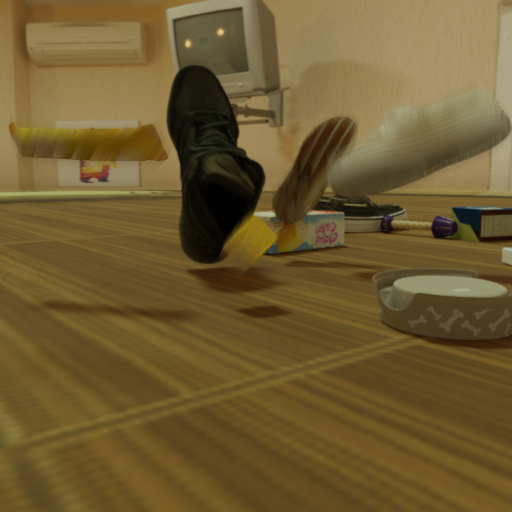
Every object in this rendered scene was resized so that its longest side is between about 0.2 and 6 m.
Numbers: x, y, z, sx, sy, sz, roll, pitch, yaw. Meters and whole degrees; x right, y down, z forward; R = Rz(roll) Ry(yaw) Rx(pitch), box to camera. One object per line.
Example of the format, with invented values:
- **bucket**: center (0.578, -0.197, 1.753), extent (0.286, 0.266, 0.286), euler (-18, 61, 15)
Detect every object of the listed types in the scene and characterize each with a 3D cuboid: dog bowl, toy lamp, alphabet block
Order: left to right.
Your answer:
- **alphabet block**: center (-0.062, -0.127, 5.566), extent (0.347, 0.346, 0.354), euler (-47, 0, -35)
- **toy lamp**: center (3.476, -0.637, 12.011), extent (0.485, 0.485, 1.666), euler (-8, 9, -43)
- **dog bowl**: center (1.727, 0.408, 5.040), extent (1.352, 0.397, 1.352), euler (-1, 9, 0)

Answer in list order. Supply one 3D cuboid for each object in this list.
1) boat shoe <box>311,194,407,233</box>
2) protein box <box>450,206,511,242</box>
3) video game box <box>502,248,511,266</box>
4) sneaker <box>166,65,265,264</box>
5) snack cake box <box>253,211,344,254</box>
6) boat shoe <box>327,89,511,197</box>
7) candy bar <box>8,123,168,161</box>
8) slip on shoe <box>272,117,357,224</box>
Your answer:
- **boat shoe**: center (2.160, -1.128, 13.039), extent (3.101, 1.100, 1.118), euler (-3, 9, -20)
- **protein box**: center (4.670, -0.668, 11.468), extent (0.961, 0.649, 0.954), euler (-3, 9, -17)
- **video game box**: center (4.172, 0.068, 7.848), extent (1.000, 0.257, 1.098), euler (2, 8, -1)
- **sneaker**: center (-0.532, -1.426, 7.500), extent (1.087, 2.843, 1.628), euler (1, -13, -22)
- **snack cake box**: center (0.569, -0.469, 10.140), extent (1.925, 0.647, 1.107), euler (-7, 9, -41)
- **boat shoe**: center (2.076, -1.579, 7.573), extent (2.450, 0.855, 0.869), euler (-21, -27, 10)
- **candy bar**: center (-1.808, -1.181, 5.840), extent (1.805, 0.450, 0.200), euler (5, 53, 18)
- **slip on shoe**: center (0.910, -1.267, 8.520), extent (0.701, 1.843, 0.558), euler (29, -6, 21)
